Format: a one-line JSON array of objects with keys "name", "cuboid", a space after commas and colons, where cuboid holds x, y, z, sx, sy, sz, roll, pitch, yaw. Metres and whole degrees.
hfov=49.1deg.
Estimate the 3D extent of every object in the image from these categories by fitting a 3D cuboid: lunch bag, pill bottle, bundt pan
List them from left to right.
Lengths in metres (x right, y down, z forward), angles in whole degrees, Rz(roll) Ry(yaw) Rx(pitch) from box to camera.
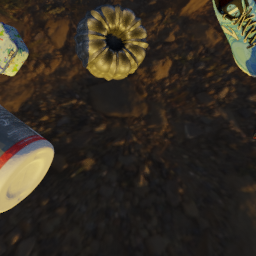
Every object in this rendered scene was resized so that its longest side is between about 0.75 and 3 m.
[{"name": "pill bottle", "cuboid": [-2.595, 0.151, 4.710, 2.418, 1.377, 1.377, 34, 62, 10]}, {"name": "lunch bag", "cuboid": [-3.327, -2.122, 7.632, 1.026, 0.526, 1.276, -43, 67, 22]}, {"name": "bundt pan", "cuboid": [-0.309, -1.990, 6.384, 1.764, 0.662, 1.764, -2, 96, -17]}]

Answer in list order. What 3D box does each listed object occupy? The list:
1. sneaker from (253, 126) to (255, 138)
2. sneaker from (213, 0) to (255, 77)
[{"name": "sneaker", "cuboid": [2.325, -0.162, 4.339, 0.503, 1.330, 0.768, 24, 67, 18]}, {"name": "sneaker", "cuboid": [2.286, -2.079, 5.677, 0.975, 1.119, 2.488, -36, 60, 28]}]
